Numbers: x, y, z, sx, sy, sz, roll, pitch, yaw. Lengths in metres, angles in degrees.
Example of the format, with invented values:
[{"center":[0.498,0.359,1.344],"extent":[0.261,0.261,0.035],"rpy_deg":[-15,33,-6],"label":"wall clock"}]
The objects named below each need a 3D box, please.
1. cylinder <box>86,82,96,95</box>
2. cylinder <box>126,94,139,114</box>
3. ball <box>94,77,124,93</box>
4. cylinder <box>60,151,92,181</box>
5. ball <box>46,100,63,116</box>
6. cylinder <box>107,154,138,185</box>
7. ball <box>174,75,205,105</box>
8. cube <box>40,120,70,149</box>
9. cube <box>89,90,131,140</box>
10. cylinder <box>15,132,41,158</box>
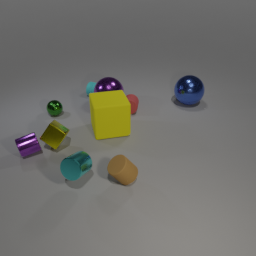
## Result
[{"center":[-1.627,-1.919,14.040],"extent":[0.700,0.700,0.700],"rpy_deg":[13,34,21],"label":"cylinder"},{"center":[0.110,-1.080,12.650],"extent":[0.700,0.700,0.700],"rpy_deg":[4,30,6],"label":"cylinder"},{"center":[-0.887,-1.658,12.977],"extent":[1.400,1.400,1.400],"rpy_deg":[0,32,0],"label":"ball"},{"center":[-1.512,1.100,8.233],"extent":[0.700,0.700,0.700],"rpy_deg":[12,16,18],"label":"cylinder"},{"center":[-3.237,-0.885,12.364],"extent":[0.700,0.700,0.700],"rpy_deg":[0,32,0],"label":"ball"},{"center":[-0.157,1.274,8.531],"extent":[0.700,0.700,0.700],"rpy_deg":[-23,43,24],"label":"cylinder"},{"center":[2.872,-1.772,13.143],"extent":[1.400,1.400,1.400],"rpy_deg":[0,32,0],"label":"ball"},{"center":[-2.640,0.229,10.148],"extent":[0.700,0.700,0.700],"rpy_deg":[35,10,-9],"label":"cube"},{"center":[-0.729,-0.549,11.130],"extent":[1.400,1.400,1.400],"rpy_deg":[-7,32,-12],"label":"cube"},{"center":[-3.523,0.594,9.892],"extent":[0.700,0.700,0.700],"rpy_deg":[-23,38,-18],"label":"cylinder"}]
